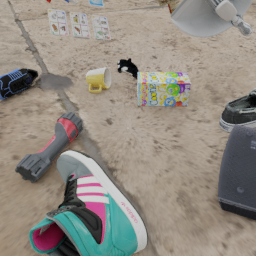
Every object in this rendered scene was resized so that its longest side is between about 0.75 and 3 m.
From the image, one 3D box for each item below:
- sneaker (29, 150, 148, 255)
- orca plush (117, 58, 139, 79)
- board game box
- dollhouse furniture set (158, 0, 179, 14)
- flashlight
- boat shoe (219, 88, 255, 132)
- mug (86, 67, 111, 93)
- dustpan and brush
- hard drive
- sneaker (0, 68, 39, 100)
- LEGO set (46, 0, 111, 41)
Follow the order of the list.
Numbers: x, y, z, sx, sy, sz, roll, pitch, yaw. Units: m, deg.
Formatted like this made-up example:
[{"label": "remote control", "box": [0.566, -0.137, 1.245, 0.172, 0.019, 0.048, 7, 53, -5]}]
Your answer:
[{"label": "sneaker", "box": [-1.174, 1.613, 5.574, 1.761, 1.220, 2.917, -16, 39, -36]}, {"label": "orca plush", "box": [0.008, -2.668, 11.973, 0.891, 0.602, 1.693, -9, 36, -12]}, {"label": "board game box", "box": [1.222, -1.389, 9.926, 1.768, 0.910, 0.927, 0, 36, 0]}, {"label": "dollhouse furniture set", "box": [0.879, -3.460, 6.992, 0.607, 1.493, 0.803, -13, 64, 17]}, {"label": "flashlight", "box": [-2.080, 0.451, 7.559, 0.770, 0.767, 2.266, 43, 46, -6]}, {"label": "boat shoe", "box": [4.193, -0.772, 8.974, 2.954, 1.009, 1.091, -14, 38, -19]}, {"label": "mug", "box": [-1.197, -1.887, 10.781, 0.824, 0.804, 1.004, 3, 29, 17]}, {"label": "dustpan and brush", "box": [2.343, -2.664, 6.475, 2.621, 1.829, 0.750, -6, 59, -54]}, {"label": "hard drive", "box": [3.264, 1.064, 6.750, 1.975, 0.620, 2.928, 14, 38, 19]}, {"label": "sneaker", "box": [-4.172, -1.732, 10.536, 0.842, 0.758, 2.162, -1, 34, 12]}, {"label": "LEGO set", "box": [-1.750, -3.998, 8.969, 1.998, 2.675, 0.657, -6, -11, -32]}]
